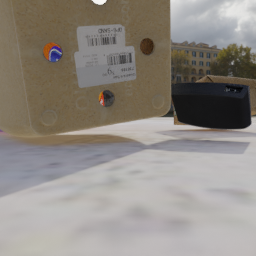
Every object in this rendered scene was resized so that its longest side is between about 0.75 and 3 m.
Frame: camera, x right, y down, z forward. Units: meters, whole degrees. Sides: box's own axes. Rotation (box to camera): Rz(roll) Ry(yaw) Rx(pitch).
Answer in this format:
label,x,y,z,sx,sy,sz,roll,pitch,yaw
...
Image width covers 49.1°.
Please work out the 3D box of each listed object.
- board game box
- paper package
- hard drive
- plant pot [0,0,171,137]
label,x,y,z,sx,sy,sz,roll,pitch,yaw
board game box,-2.494,-1.543,6.580,2.835,2.833,2.832,-7,1,17
paper package,1.926,-0.563,6.340,1.418,0.769,1.487,1,-11,-22
hard drive,1.118,-0.287,3.872,1.057,0.713,0.224,8,46,34
plant pot,-0.706,-1.128,3.928,2.540,2.543,2.251,-10,18,-22
